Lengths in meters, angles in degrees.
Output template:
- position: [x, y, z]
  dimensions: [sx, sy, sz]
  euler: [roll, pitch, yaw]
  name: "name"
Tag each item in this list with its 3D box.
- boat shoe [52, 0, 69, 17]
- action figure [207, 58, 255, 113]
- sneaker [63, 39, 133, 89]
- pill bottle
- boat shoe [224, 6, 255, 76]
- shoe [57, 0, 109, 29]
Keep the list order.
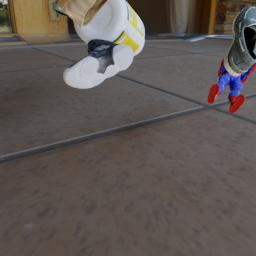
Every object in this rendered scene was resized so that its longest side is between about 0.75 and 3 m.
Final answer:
- position: [-1.521, -3.808, 10.524]
  dimensions: [0.897, 2.902, 1.057]
  euler: [-53, 23, -6]
  name: "boat shoe"
- position: [2.969, -1.586, 7.547]
  dimensions: [0.960, 1.456, 2.943]
  euler: [28, 30, 10]
  name: "action figure"
- position: [-0.776, -1.449, 6.148]
  dimensions: [1.682, 0.635, 0.957]
  euler: [-29, 44, -24]
  name: "sneaker"
- position: [-0.338, -2.695, 7.704]
  dimensions: [1.398, 1.398, 2.495]
  euler: [8, 4, 17]
  name: "pill bottle"
- position: [2.448, -1.846, 5.611]
  dimensions: [0.659, 1.809, 0.559]
  euler: [32, -25, -14]
  name: "boat shoe"
- position: [-0.422, -2.452, 4.852]
  dimensions: [0.890, 0.680, 2.546]
  euler: [-34, 16, -30]
  name: "shoe"
